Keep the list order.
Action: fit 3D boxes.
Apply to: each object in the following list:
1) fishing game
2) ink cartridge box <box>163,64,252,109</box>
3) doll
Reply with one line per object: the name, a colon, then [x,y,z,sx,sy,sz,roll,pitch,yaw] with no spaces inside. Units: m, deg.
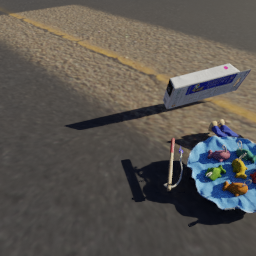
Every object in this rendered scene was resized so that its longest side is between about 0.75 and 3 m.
fishing game: [2.197,0.819,5.792,2.775,0.431,1.987,5,46,10]
ink cartridge box: [2.278,-1.260,8.249,2.418,1.145,0.448,-13,66,-10]
doll: [2.666,0.383,6.832,1.063,0.378,1.559,-11,41,-34]
